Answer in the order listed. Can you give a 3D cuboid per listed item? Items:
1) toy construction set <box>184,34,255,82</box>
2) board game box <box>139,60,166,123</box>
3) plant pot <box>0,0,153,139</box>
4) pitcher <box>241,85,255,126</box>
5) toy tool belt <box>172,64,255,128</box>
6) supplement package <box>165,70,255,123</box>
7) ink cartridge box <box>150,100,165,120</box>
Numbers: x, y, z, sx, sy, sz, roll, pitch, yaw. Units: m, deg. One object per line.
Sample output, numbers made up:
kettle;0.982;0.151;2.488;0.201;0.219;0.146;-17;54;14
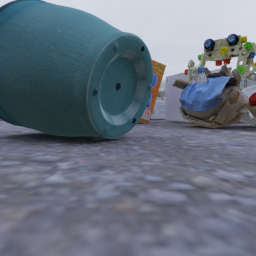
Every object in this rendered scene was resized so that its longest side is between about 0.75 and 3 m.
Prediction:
toy construction set;3.055;-2.098;8.900;2.457;1.611;1.132;0;-1;23
board game box;-0.238;-1.654;11.128;2.278;2.280;2.278;17;-2;-18
plant pot;-1.026;-1.011;5.532;2.597;2.764;2.764;19;14;33
pitcher;3.954;-0.534;8.279;1.792;1.266;2.089;-13;19;-18
toy tool belt;2.567;-0.965;8.024;1.720;1.747;2.798;46;-22;-20
supplement package;3.278;-1.228;11.512;2.657;1.954;2.541;-2;4;-20
ink cartridge box;1.261;-0.938;14.478;2.009;0.959;2.288;-2;4;-21
